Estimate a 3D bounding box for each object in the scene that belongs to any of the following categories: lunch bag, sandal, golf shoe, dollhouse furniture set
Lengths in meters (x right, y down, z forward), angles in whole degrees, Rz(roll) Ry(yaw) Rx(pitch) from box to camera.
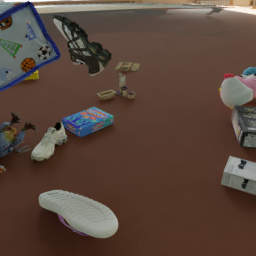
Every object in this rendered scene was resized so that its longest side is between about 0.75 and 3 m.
[{"bbox_3d":[-2.755,-1.441,5.242,2.205,1.366,1.875,-39,38,-16],"label":"lunch bag"},{"bbox_3d":[-0.831,1.472,4.664,0.742,0.448,1.823,-6,12,-42],"label":"sandal"},{"bbox_3d":[-1.904,0.279,6.639,0.478,0.593,1.220,10,32,13],"label":"golf shoe"},{"bbox_3d":[-0.427,-1.365,9.452,1.086,0.771,0.860,-20,35,-32],"label":"dollhouse furniture set"},{"bbox_3d":[-1.271,-2.011,6.866,1.769,0.836,0.688,43,22,3],"label":"golf shoe"}]

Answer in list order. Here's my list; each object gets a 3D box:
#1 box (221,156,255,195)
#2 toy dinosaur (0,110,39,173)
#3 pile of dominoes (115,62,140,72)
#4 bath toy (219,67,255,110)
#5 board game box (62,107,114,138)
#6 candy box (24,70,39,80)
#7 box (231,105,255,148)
[{"bbox_3d":[2.501,0.997,5.574,1.121,0.337,0.654,15,32,26],"label":"box"},{"bbox_3d":[-2.864,0.454,6.538,0.983,1.873,1.699,37,54,-10],"label":"toy dinosaur"},{"bbox_3d":[0.004,-2.892,12.842,1.025,0.209,1.315,4,29,8],"label":"pile of dominoes"},{"bbox_3d":[3.693,-1.373,9.017,1.233,1.048,2.835,-30,-4,43],"label":"bath toy"},{"bbox_3d":[-1.117,-0.193,7.835,0.881,0.261,1.158,26,38,38],"label":"board game box"},{"bbox_3d":[-4.976,-2.205,11.461,2.477,0.327,1.266,-9,27,-15],"label":"candy box"},{"bbox_3d":[3.821,-0.019,7.290,1.943,0.470,1.539,4,29,8],"label":"box"}]
